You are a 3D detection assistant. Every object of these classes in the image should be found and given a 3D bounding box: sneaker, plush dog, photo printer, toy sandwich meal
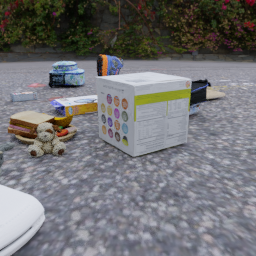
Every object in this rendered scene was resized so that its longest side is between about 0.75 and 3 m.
[{"bbox_3d":[-0.580,-1.485,10.265,0.960,2.449,0.922,-9,41,-16],"label":"sneaker"},{"bbox_3d":[-2.468,0.297,8.557,1.119,0.961,0.898,-3,18,-9],"label":"plush dog"},{"bbox_3d":[-2.608,1.612,4.761,2.039,0.708,1.697,9,19,28],"label":"photo printer"},{"bbox_3d":[-2.998,-0.094,10.050,2.371,0.812,2.371,0,17,0],"label":"toy sandwich meal"}]

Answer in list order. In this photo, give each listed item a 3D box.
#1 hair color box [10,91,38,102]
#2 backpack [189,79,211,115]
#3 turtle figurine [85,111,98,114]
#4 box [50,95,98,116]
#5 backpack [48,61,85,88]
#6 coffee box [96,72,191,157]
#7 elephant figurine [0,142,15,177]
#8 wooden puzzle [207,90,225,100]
[{"bbox_3d":[-6.057,-1.843,16.331,1.366,0.414,0.676,-10,19,-30],"label":"hair color box"},{"bbox_3d":[2.346,-1.539,13.085,2.302,1.773,2.192,-15,31,-40],"label":"backpack"},{"bbox_3d":[-0.684,-1.185,13.065,1.840,1.897,1.365,32,29,13],"label":"turtle figurine"},{"bbox_3d":[-2.329,-1.137,13.876,2.826,0.586,1.682,-12,21,-27],"label":"box"},{"bbox_3d":[-4.510,-4.042,21.051,2.475,1.819,2.265,4,21,0],"label":"backpack"},{"bbox_3d":[0.464,-0.584,9.264,2.211,2.187,2.208,-12,21,-32],"label":"coffee box"},{"bbox_3d":[-3.519,0.903,6.974,1.309,1.015,0.926,18,33,-54],"label":"elephant figurine"},{"bbox_3d":[4.560,-2.024,16.960,1.803,0.451,1.946,-10,25,-28],"label":"wooden puzzle"}]
